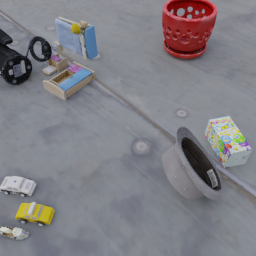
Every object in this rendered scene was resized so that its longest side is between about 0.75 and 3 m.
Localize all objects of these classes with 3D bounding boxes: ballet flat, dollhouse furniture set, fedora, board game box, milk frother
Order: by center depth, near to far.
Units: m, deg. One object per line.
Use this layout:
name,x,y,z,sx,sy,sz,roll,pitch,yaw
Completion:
ballet flat,-3.030,2.727,7.329,0.852,0.306,0.306,6,47,5
fedora,1.685,1.138,7.890,2.182,0.985,1.929,52,28,-2
board game box,3.225,0.433,9.151,0.768,0.782,1.491,-10,47,-9
dollhouse furniture set,-2.753,-3.001,11.035,2.608,2.763,1.803,30,53,25
milk frother,-4.790,-3.229,12.061,2.099,2.014,2.232,37,32,28

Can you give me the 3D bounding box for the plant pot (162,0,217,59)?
plant pot,2.690,-4.513,12.868,2.364,2.153,2.364,0,46,0

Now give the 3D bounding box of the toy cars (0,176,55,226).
toy cars,-2.919,1.959,7.926,0.953,0.470,2.125,-31,54,-26
